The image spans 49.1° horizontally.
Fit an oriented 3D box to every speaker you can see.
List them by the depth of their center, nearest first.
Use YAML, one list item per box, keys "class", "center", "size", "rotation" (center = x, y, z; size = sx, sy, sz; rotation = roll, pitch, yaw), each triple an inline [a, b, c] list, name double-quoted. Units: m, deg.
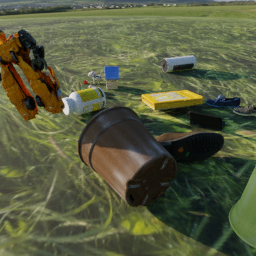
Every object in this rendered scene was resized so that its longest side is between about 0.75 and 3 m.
- class: "speaker"
  center: [3.284, -4.150, 18.117]
  size: [2.183, 0.886, 0.886]
  rotation: [-11, 30, -20]

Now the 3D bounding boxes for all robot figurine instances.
- class: "robot figurine"
  center: [-2.895, -1.466, 7.814]
  size: [1.900, 2.620, 0.763]
  rotation: [-12, 32, 13]

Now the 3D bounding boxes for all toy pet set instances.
- class: "toy pet set"
  center: [-1.500, -2.657, 15.004]
  size: [2.052, 1.167, 2.198]
  rotation: [-3, 28, -5]

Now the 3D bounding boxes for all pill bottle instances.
- class: "pill bottle"
  center: [-1.955, -1.154, 12.324]
  size: [1.802, 1.009, 1.009]
  rotation: [-19, 33, -33]

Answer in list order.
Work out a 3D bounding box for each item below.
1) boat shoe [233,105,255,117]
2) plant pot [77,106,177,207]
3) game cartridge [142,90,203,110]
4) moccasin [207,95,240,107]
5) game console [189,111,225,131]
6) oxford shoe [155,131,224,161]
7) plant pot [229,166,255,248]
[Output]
- class: "boat shoe"
  center: [5.378, -0.787, 12.214]
  size: [1.438, 0.473, 0.514]
  rotation: [9, 29, 17]
- class: "plant pot"
  center: [0.049, 0.850, 7.665]
  size: [2.167, 2.167, 2.146]
  rotation: [-17, 41, -29]
- class: "game cartridge"
  center: [2.021, -1.340, 12.904]
  size: [2.362, 0.383, 2.082]
  rotation: [-10, 19, -10]
- class: "moccasin"
  center: [4.478, -1.312, 13.159]
  size: [1.511, 0.515, 0.608]
  rotation: [1, 28, 3]
- class: "game console"
  center: [3.192, -0.418, 11.225]
  size: [1.297, 0.755, 1.140]
  rotation: [16, 32, 26]
- class: "oxford shoe"
  center: [1.806, 0.483, 9.281]
  size: [2.820, 1.025, 1.190]
  rotation: [-5, 23, -13]
- class: "plant pot"
  center: [3.329, 1.682, 6.422]
  size: [1.684, 1.548, 1.684]
  rotation: [0, 29, 0]
